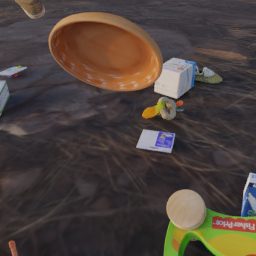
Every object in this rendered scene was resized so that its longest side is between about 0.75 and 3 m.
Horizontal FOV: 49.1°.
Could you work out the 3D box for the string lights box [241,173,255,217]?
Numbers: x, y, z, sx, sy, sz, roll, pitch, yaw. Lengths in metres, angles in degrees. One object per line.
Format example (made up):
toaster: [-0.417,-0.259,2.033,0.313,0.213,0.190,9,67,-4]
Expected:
string lights box: [2.871,1.925,5.610,1.108,0.636,2.157,13,35,19]

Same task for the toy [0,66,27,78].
toy: [-5.236,-2.500,12.738,0.737,0.302,1.280,6,31,14]

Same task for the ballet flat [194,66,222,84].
ballet flat: [3.113,-2.367,12.193,1.981,0.700,0.700,10,34,14]

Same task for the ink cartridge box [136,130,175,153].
ink cartridge box: [0.825,0.440,8.277,1.010,0.221,1.020,8,32,13]

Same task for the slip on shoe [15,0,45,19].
slip on shoe: [-2.455,-3.138,6.427,0.576,0.459,1.515,-33,70,-10]

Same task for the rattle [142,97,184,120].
rattle: [1.293,-0.608,9.888,0.852,0.935,1.308,51,36,9]

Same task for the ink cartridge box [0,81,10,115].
ink cartridge box: [-5.101,-0.932,9.977,1.183,0.675,2.278,-5,33,-7]

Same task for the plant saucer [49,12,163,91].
plant saucer: [-0.514,-1.881,7.090,2.867,2.867,0.537,8,68,12]

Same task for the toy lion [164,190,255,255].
toy lion: [1.920,2.444,4.221,2.883,0.990,2.763,-1,53,24]

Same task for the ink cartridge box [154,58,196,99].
ink cartridge box: [1.911,-2.041,11.305,1.088,1.069,1.478,21,39,29]

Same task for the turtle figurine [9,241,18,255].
turtle figurine: [-3.094,2.395,4.783,2.424,0.781,1.955,30,50,28]
